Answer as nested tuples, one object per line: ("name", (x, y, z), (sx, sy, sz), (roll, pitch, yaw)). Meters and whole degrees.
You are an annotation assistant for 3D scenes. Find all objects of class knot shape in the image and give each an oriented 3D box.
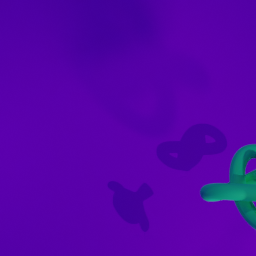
("knot shape", (2.571, 1.192, 5.464), (2.021, 1.892, 0.934), (-28, 110, -4))
